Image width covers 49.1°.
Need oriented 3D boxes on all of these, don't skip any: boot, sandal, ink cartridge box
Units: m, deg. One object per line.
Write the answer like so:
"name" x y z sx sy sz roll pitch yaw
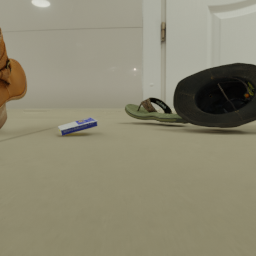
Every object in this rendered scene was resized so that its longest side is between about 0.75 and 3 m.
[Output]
"boot" -2.804 -1.356 6.094 0.924 1.940 2.508 4 45 -11
"sandal" 0.930 -0.598 8.875 1.005 0.722 2.531 -4 11 -41
"ink cartridge box" -1.036 -0.026 5.809 0.758 0.180 0.767 -15 14 -16

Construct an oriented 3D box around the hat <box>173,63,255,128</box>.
"hat" 2.336 -0.578 6.860 2.395 0.966 2.395 -9 47 10
